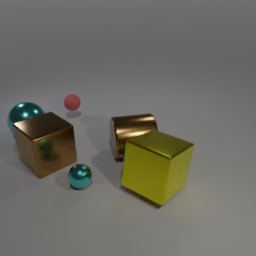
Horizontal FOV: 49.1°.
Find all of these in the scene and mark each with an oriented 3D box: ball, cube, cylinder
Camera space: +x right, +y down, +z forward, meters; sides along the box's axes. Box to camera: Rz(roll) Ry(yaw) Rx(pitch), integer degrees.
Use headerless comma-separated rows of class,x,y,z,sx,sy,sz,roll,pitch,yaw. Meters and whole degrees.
ball,-2.354,-1.081,11.828,0.700,0.700,0.700,0,29,0
cube,-2.655,0.493,9.042,1.400,1.400,1.400,-24,37,-37
cylinder,0.174,0.260,9.443,1.400,1.400,1.400,-6,29,-11
ball,-3.733,-0.270,10.406,1.400,1.400,1.400,0,29,0
cube,0.824,1.019,7.848,1.400,1.400,1.400,20,24,33
ball,-1.376,1.372,8.061,0.700,0.700,0.700,0,29,0
